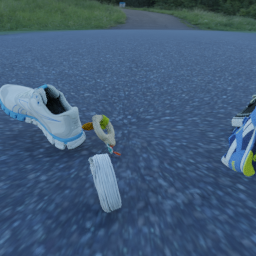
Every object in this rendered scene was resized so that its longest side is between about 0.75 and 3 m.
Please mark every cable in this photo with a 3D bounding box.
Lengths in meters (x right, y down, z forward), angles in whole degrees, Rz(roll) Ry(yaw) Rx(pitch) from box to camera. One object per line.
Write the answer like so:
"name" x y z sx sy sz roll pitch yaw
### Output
"cable" -0.365 0.893 4.639 0.332 0.958 0.958 -16 -1 -7

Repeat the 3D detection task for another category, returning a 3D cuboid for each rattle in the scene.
"rattle" -0.680 0.280 6.613 0.769 1.077 0.701 -24 -11 9

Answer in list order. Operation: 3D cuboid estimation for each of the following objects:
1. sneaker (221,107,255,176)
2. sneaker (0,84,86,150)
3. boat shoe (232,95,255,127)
"sneaker" 2.349 0.135 5.491 0.656 0.590 1.595 9 63 55
"sneaker" -2.092 -0.637 6.721 2.726 1.181 1.022 27 44 22
"boat shoe" 3.839 -0.619 8.081 2.417 0.770 0.855 -19 13 -31
